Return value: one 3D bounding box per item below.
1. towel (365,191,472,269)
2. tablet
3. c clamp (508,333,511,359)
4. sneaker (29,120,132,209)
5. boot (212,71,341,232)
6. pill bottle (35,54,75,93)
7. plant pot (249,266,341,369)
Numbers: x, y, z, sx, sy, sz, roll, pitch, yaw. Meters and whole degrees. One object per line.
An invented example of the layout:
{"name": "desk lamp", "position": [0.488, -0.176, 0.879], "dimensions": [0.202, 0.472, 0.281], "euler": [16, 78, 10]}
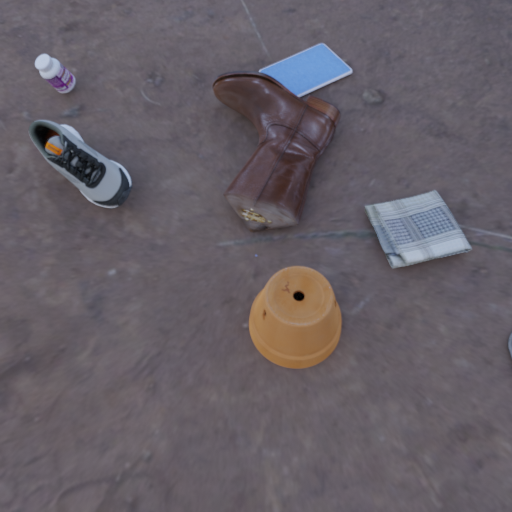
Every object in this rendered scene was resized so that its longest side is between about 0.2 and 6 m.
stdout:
{"name": "towel", "position": [3.247, -0.589, 11.397], "dimensions": [1.713, 0.296, 1.650], "euler": [-13, 57, -7]}
{"name": "tablet", "position": [1.250, -4.651, 14.193], "dimensions": [2.063, 0.141, 1.342], "euler": [-29, 62, -16]}
{"name": "c clamp", "position": [5.483, 1.943, 9.895], "dimensions": [1.859, 0.295, 2.176], "euler": [2, 57, 2]}
{"name": "sneaker", "position": [-3.727, -1.909, 11.693], "dimensions": [2.729, 1.082, 1.009], "euler": [37, 96, 18]}
{"name": "boot", "position": [-0.114, -2.303, 12.228], "dimensions": [3.258, 1.123, 3.496], "euler": [19, 64, 14]}
{"name": "pill bottle", "position": [-4.799, -4.353, 13.350], "dimensions": [0.539, 0.960, 0.539], "euler": [-5, 73, 16]}
{"name": "plant pot", "position": [0.726, 0.988, 9.969], "dimensions": [1.718, 1.202, 1.718], "euler": [0, 59, 0]}
